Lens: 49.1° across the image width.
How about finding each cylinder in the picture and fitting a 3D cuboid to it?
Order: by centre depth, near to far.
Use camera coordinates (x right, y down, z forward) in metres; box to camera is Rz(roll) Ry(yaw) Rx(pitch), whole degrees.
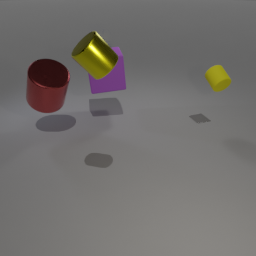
[{"bbox_3d":[-0.674,-1.478,5.739,0.700,0.700,0.700,-31,36,25],"label":"cylinder"},{"bbox_3d":[-2.867,-1.478,9.968,1.400,1.400,1.400,11,54,-15],"label":"cylinder"},{"bbox_3d":[3.253,-1.790,10.137,0.700,0.700,0.700,-10,58,-18],"label":"cylinder"}]

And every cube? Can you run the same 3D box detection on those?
[{"bbox_3d":[-0.908,-2.355,11.341,1.400,1.400,1.400,-8,30,-5],"label":"cube"}]
